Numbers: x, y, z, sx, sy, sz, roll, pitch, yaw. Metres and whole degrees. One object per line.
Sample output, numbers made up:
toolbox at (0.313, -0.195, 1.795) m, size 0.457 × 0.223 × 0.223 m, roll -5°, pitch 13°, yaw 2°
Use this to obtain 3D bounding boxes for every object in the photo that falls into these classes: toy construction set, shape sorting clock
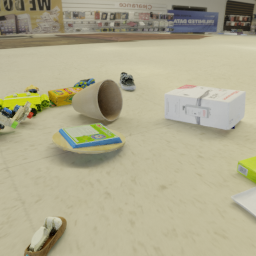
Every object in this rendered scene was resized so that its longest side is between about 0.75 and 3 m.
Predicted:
toy construction set at (-5.184, -0.721, 10.705) m, size 2.965 × 1.366 × 1.944 m, roll 16°, pitch -2°, yaw -19°
shape sorting clock at (-1.311, 0.381, 9.558) m, size 2.475 × 0.486 × 2.475 m, roll 0°, pitch 19°, yaw 0°

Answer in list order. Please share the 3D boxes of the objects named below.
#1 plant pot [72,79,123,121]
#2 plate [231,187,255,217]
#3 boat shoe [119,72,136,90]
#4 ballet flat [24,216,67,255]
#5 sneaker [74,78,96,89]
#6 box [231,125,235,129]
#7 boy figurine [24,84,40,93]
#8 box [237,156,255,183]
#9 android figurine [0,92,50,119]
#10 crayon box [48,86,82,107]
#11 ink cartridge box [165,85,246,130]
plant pot at (-1.431, -1.118, 11.873) m, size 1.816 × 1.700 × 1.700 m, roll -1°, pitch 19°, yaw 36°
plate at (3.182, 1.836, 6.704) m, size 1.017 × 0.164 × 1.015 m, roll -12°, pitch 26°, yaw -25°
boat shoe at (-0.036, -2.802, 16.399) m, size 0.808 × 0.748 × 2.190 m, roll -3°, pitch 24°, yaw -8°
ballet flat at (-1.640, 2.128, 5.623) m, size 0.476 × 0.508 × 1.405 m, roll 7°, pitch 25°, yaw 16°
sneaker at (-2.507, -2.393, 15.819) m, size 0.734 × 0.628 × 1.771 m, roll -6°, pitch 18°, yaw 28°
box at (4.014, -0.173, 11.277) m, size 0.456 × 0.122 × 0.752 m, roll 2°, pitch 25°, yaw 5°
boy figurine at (-5.200, -2.026, 15.090) m, size 0.794 × 0.412 × 1.278 m, roll -11°, pitch 25°, yaw -20°
box at (4.054, 1.128, 8.025) m, size 1.580 × 0.376 × 0.963 m, roll -11°, pitch 26°, yaw -24°
android figurine at (-4.890, -1.157, 13.002) m, size 2.417 × 0.545 × 2.655 m, roll -7°, pitch 27°, yaw -16°
crayon box at (-3.116, -1.581, 13.965) m, size 2.012 × 0.511 × 1.277 m, roll -15°, pitch 28°, yaw -30°
ink cartridge box at (3.178, -0.952, 11.587) m, size 2.746 × 1.137 × 2.012 m, roll 13°, pitch 26°, yaw 37°
